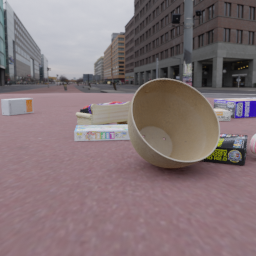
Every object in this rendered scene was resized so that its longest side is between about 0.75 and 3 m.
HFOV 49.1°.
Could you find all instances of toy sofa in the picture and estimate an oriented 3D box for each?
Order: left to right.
[{"bbox_3d":[-0.803,-0.444,10.129,2.043,0.997,0.846,-10,13,-43],"label":"toy sofa"}]

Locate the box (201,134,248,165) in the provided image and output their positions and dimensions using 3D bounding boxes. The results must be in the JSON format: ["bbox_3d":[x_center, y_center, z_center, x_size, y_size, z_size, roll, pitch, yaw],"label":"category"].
[{"bbox_3d":[2.069,0.429,6.564,1.324,0.366,1.652,4,10,24],"label":"box"}]

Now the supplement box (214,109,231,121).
[{"bbox_3d":[4.099,-0.606,12.824,0.773,0.451,1.227,0,9,0],"label":"supplement box"}]

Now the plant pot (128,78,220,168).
[{"bbox_3d":[0.722,0.077,5.575,1.763,1.763,1.183,-4,-27,-22],"label":"plant pot"}]

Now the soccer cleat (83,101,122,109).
[{"bbox_3d":[-1.010,-0.869,13.484,2.392,0.821,1.019,-5,13,-1],"label":"soccer cleat"}]

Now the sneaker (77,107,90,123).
[{"bbox_3d":[-1.395,-0.515,11.457,1.374,0.681,0.486,2,3,5],"label":"sneaker"}]

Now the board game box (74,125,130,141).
[{"bbox_3d":[-0.742,0.131,8.661,1.753,0.300,1.178,-1,9,-7],"label":"board game box"}]

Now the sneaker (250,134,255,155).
[{"bbox_3d":[3.737,0.341,5.996,1.977,0.744,1.034,-8,11,-20],"label":"sneaker"}]

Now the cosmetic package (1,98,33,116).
[{"bbox_3d":[-5.952,-1.169,15.158,0.589,0.838,1.653,5,11,28],"label":"cosmetic package"}]

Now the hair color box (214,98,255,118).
[{"bbox_3d":[6.006,-1.068,14.360,2.836,0.919,1.550,-6,11,-23],"label":"hair color box"}]
